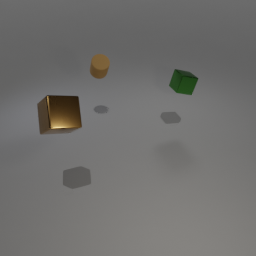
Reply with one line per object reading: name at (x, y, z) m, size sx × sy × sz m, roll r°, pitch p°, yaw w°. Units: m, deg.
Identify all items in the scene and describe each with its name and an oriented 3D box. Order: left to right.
cube at (-1.473, -0.269, 5.992) m, size 0.700 × 0.700 × 0.700 m, roll -3°, pitch -9°, yaw -34°
cylinder at (-1.093, -2.362, 10.774) m, size 0.700 × 0.700 × 0.700 m, roll 4°, pitch 70°, yaw -12°
cube at (2.080, -1.725, 10.537) m, size 0.700 × 0.700 × 0.700 m, roll 5°, pitch 29°, yaw -23°
